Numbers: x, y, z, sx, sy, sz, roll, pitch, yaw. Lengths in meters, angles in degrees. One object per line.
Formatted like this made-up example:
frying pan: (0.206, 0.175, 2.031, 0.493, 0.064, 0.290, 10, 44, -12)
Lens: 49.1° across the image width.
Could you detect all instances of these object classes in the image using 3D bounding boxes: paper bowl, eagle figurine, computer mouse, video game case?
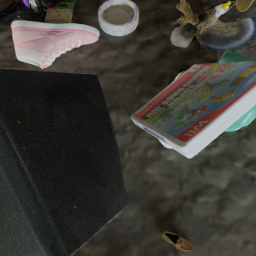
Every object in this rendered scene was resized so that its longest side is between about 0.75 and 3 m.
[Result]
paper bowl: (-0.327, -3.842, 9.894, 1.409, 0.733, 1.409, 0, 66, 0)
eagle figurine: (2.911, -3.652, 9.549, 2.606, 1.966, 1.977, -2, 107, -32)
computer mouse: (-3.922, -3.551, 9.852, 1.777, 0.583, 2.531, -41, 72, -17)
video game case: (1.230, -0.543, 5.276, 2.033, 2.844, 0.248, -39, 108, -4)

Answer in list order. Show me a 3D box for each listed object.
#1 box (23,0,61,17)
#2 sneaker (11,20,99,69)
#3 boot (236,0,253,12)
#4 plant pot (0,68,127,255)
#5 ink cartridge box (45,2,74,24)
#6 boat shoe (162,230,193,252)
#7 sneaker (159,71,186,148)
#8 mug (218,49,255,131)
box: (-3.045, -5.100, 10.296, 0.865, 0.997, 1.632, 34, 71, 17)
sneaker: (-2.345, -2.664, 9.300, 2.797, 1.053, 1.462, -2, 91, -16)
boot: (2.798, -3.223, 6.312, 0.367, 1.019, 0.788, 23, 44, 22)
plant pot: (-1.756, 0.905, 4.985, 2.969, 2.976, 2.640, -30, 85, 26)
ink cartridge box: (-2.506, -4.302, 10.356, 0.895, 0.295, 1.230, 3, 68, 2)
boat shoe: (1.267, 2.905, 7.156, 0.871, 0.296, 0.313, 22, 68, 9)
sneaker: (1.392, -0.640, 8.213, 0.957, 1.220, 2.456, 11, 67, 5)
mug: (3.044, -1.099, 7.962, 1.547, 2.056, 2.502, 32, 70, 11)
